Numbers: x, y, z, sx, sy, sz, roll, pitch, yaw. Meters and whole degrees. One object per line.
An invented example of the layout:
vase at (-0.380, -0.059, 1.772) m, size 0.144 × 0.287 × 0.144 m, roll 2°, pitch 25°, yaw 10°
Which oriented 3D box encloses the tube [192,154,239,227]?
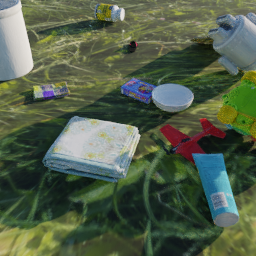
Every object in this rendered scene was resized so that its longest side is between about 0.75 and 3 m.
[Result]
tube at (2.042, 1.275, 6.536) m, size 0.782 × 0.509 × 2.020 m, roll 3°, pitch 38°, yaw 0°

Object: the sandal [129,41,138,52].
sandal at (0.247, -3.744, 12.678) m, size 0.382 × 0.229 × 1.017 m, roll 3°, pitch 40°, yaw 3°

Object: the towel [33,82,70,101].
towel at (-2.708, -1.322, 9.870) m, size 1.237 × 0.141 × 0.888 m, roll -10°, pitch 42°, yaw -12°

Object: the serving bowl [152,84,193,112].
serving bowl at (1.431, -0.922, 9.162) m, size 1.334 × 0.439 × 1.334 m, roll 0°, pitch 40°, yaw 0°

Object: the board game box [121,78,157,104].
board game box at (0.435, -1.312, 9.763) m, size 1.145 × 0.256 × 0.770 m, roll 26°, pitch 46°, yaw 27°

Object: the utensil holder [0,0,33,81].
utensil holder at (-4.815, -3.327, 10.419) m, size 2.126 × 2.502 × 2.126 m, roll 1°, pitch 40°, yaw -1°

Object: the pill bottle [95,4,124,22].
pill bottle at (-0.985, -6.222, 15.155) m, size 1.479 × 0.828 × 0.828 m, roll 13°, pitch 42°, yaw 15°

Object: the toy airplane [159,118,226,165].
toy airplane at (1.855, 0.327, 7.734) m, size 2.002 × 0.368 × 2.002 m, roll 1°, pitch 42°, yaw -1°

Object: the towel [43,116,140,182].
towel at (-0.880, 0.503, 7.441) m, size 2.160 × 0.520 × 1.849 m, roll 10°, pitch 38°, yaw 12°

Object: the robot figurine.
robot figurine at (4.300, -3.130, 10.517) m, size 2.640 × 2.239 × 1.491 m, roll 29°, pitch 10°, yaw -17°

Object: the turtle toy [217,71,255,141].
turtle toy at (3.755, -0.323, 7.784) m, size 2.506 × 1.267 × 1.827 m, roll 31°, pitch 72°, yaw 28°

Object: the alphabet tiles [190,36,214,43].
alphabet tiles at (3.992, -3.816, 12.136) m, size 2.436 × 0.077 × 2.027 m, roll 2°, pitch 12°, yaw 3°
